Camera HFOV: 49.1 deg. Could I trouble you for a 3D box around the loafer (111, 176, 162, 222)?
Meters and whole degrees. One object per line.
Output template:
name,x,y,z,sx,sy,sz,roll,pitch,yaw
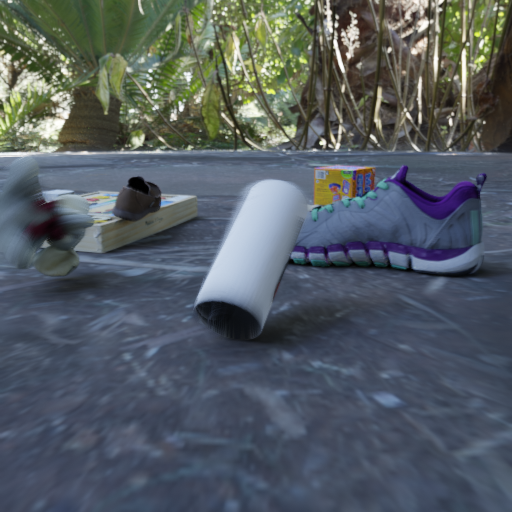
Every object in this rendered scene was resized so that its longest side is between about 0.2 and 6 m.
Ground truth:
loafer,-2.162,-1.178,10.676,0.684,0.664,1.872,18,19,-4

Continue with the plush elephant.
plush elephant,-2.834,-0.428,7.647,1.262,1.342,1.629,5,-11,-35

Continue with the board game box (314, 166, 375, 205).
board game box,2.218,-1.664,14.096,1.116,1.115,1.115,11,17,38

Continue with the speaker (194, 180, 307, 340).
speaker,-0.015,-0.004,6.072,0.740,0.740,1.823,5,45,20

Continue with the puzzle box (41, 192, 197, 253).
puzzle box,-3.315,-0.837,11.830,2.784,0.532,4.184,4,14,17

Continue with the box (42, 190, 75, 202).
box,-5.488,-1.597,15.483,0.685,0.359,0.630,7,15,25

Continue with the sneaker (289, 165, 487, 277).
sneaker,1.703,-0.662,8.825,3.592,1.572,1.337,4,14,16

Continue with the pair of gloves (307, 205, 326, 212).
pair of gloves,1.768,-0.698,11.520,2.151,0.443,2.529,-2,15,-24
